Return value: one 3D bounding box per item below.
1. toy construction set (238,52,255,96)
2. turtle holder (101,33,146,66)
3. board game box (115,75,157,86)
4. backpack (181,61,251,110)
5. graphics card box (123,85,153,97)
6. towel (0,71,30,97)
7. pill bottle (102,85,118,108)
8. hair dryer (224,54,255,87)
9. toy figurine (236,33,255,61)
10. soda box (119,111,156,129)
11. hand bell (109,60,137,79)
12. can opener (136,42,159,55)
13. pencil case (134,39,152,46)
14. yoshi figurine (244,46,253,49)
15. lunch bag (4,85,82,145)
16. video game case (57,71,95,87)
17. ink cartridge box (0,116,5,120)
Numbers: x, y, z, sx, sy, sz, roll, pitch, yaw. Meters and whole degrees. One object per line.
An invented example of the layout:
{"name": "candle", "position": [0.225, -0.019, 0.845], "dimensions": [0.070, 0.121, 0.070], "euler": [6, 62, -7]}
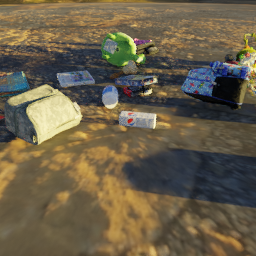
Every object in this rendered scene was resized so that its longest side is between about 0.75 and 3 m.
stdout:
{"name": "toy construction set", "position": [3.614, -1.705, 8.274], "dimensions": [0.622, 1.349, 0.885], "euler": [-7, 43, 35]}
{"name": "turtle holder", "position": [-0.178, -3.380, 11.997], "dimensions": [1.801, 1.368, 1.279], "euler": [-1, 16, 12]}
{"name": "board game box", "position": [0.262, -1.650, 9.698], "dimensions": [0.849, 0.217, 1.253], "euler": [-19, 22, -37]}
{"name": "backpack", "position": [2.412, -1.282, 7.838], "dimensions": [1.701, 1.144, 1.553], "euler": [15, 18, 19]}
{"name": "graphics card box", "position": [0.333, -1.247, 9.252], "dimensions": [0.839, 0.213, 0.526], "euler": [-14, 30, -23]}
{"name": "towel", "position": [-4.371, -1.555, 9.803], "dimensions": [1.615, 0.239, 2.202], "euler": [-11, 30, -21]}
{"name": "pill bottle", "position": [-0.533, -0.916, 8.367], "dimensions": [0.475, 0.475, 0.847], "euler": [-1, 28, -2]}
{"name": "hair dryer", "position": [4.368, -2.297, 10.147], "dimensions": [2.008, 0.716, 2.636], "euler": [-6, 38, 30]}
{"name": "toy figurine", "position": [5.919, -2.842, 11.005], "dimensions": [2.732, 1.441, 1.637], "euler": [-4, 37, -15]}
{"name": "soda box", "position": [0.247, -0.216, 7.267], "dimensions": [0.925, 0.295, 0.315], "euler": [5, 29, 11]}
{"name": "hand bell", "position": [-0.246, -2.139, 10.753], "dimensions": [1.097, 0.571, 0.571], "euler": [-30, 39, -25]}
{"name": "can opener", "position": [0.678, -3.910, 13.800], "dimensions": [1.781, 0.564, 0.700], "euler": [-17, 34, -29]}
{"name": "pencil case", "position": [0.789, -4.650, 15.298], "dimensions": [1.014, 0.460, 0.475], "euler": [12, 67, 16]}
{"name": "yoshi figurine", "position": [5.145, -3.074, 12.119], "dimensions": [0.703, 0.705, 1.255], "euler": [-16, 41, 13]}
{"name": "lunch bag", "position": [-1.995, -0.269, 6.718], "dimensions": [1.211, 1.006, 1.444], "euler": [33, 41, 22]}
{"name": "video game case", "position": [-1.968, -1.844, 10.422], "dimensions": [1.193, 0.155, 1.311], "euler": [-9, 29, -17]}
{"name": "ink cartridge box", "position": [-5.167, -0.534, 7.418], "dimensions": [2.998, 0.709, 2.399], "euler": [20, 34, 35]}
